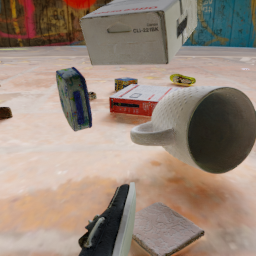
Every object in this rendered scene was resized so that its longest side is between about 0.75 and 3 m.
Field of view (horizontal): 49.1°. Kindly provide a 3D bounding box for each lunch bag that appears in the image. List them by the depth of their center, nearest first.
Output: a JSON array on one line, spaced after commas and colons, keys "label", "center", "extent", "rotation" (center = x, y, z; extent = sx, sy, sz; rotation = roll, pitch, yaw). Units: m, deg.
[{"label": "lunch bag", "center": [-1.147, -0.608, 6.038], "extent": [0.520, 1.261, 1.014], "rotation": [-16, 30, -19]}]

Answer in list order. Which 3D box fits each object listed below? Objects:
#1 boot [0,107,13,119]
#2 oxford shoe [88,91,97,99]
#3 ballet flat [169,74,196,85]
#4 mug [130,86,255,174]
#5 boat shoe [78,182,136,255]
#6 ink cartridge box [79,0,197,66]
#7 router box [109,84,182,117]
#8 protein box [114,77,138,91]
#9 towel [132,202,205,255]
[{"label": "boot", "center": [-5.072, -0.613, 10.820], "extent": [1.173, 0.443, 0.432], "rotation": [-2, 22, -2]}, {"label": "oxford shoe", "center": [-1.889, -1.670, 13.841], "extent": [0.403, 0.309, 1.072], "rotation": [-21, 27, -37]}, {"label": "ballet flat", "center": [3.192, -2.887, 16.770], "extent": [1.748, 0.584, 0.586], "rotation": [15, 32, 30]}, {"label": "mug", "center": [1.358, -0.023, 7.102], "extent": [2.687, 1.984, 2.356], "rotation": [-13, 13, -20]}, {"label": "boat shoe", "center": [-0.343, 1.633, 3.913], "extent": [0.754, 0.946, 2.501], "rotation": [3, 25, 8]}, {"label": "ink cartridge box", "center": [0.453, -2.816, 7.522], "extent": [2.164, 1.256, 2.999], "rotation": [5, 36, 26]}, {"label": "router box", "center": [0.843, -1.241, 12.133], "extent": [2.474, 0.673, 2.756], "rotation": [8, 22, 20]}, {"label": "protein box", "center": [-0.104, -2.371, 15.247], "extent": [0.923, 0.623, 0.917], "rotation": [-19, 28, -41]}, {"label": "towel", "center": [0.566, 1.748, 4.862], "extent": [1.063, 0.179, 1.113], "rotation": [-16, 26, -34]}]
